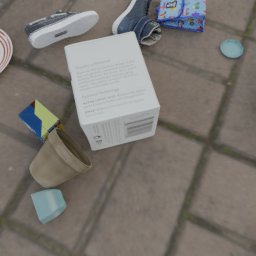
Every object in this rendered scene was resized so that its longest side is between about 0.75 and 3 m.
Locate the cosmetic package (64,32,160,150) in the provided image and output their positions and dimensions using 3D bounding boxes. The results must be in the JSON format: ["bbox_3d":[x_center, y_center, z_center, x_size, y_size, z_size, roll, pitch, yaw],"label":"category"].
[{"bbox_3d":[-0.519,-1.137,9.272,2.338,2.336,2.834,-14,67,-5],"label":"cosmetic package"}]

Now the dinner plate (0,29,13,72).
[{"bbox_3d":[-6.020,-2.878,11.102,2.926,0.355,2.926,0,68,0],"label":"dinner plate"}]

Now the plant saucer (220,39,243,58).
[{"bbox_3d":[4.192,-3.194,11.356,0.905,0.124,0.905,0,68,0],"label":"plant saucer"}]

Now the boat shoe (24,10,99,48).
[{"bbox_3d":[-2.577,-4.101,10.937,2.925,1.049,0.991,-29,79,-17],"label":"boat shoe"}]

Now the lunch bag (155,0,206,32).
[{"bbox_3d":[2.188,-4.952,11.760,2.063,0.971,1.553,5,68,12],"label":"lunch bag"}]

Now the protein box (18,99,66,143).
[{"bbox_3d":[-2.864,-0.109,9.474,1.163,1.171,0.790,39,72,15],"label":"protein box"}]

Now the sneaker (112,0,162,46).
[{"bbox_3d":[0.812,-4.492,11.340,1.863,0.980,2.578,30,79,23],"label":"sneaker"}]

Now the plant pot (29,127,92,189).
[{"bbox_3d":[-2.243,1.067,8.870,1.462,1.685,1.685,-41,72,1],"label":"plant pot"}]

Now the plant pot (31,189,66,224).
[{"bbox_3d":[-2.395,2.343,8.668,0.852,0.837,0.834,-22,68,-18],"label":"plant pot"}]
